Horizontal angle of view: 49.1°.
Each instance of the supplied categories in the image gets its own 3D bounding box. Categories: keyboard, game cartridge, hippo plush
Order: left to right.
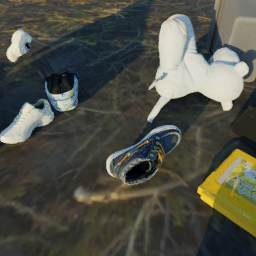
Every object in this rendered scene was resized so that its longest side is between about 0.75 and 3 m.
[{"bbox_3d":[2.008,-1.724,7.613,2.339,2.317,2.909,10,42,12],"label":"hippo plush"},{"bbox_3d":[2.455,1.249,5.797,1.438,0.265,1.631,33,50,32],"label":"game cartridge"},{"bbox_3d":[3.889,0.404,6.765,1.370,0.522,2.632,-44,55,-10],"label":"keyboard"}]

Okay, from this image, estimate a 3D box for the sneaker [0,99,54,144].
[{"bbox_3d":[-2.611,-0.252,7.093,0.614,0.784,1.577,23,46,24],"label":"sneaker"}]

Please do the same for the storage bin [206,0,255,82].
[{"bbox_3d":[3.724,-2.884,8.785,2.081,2.859,1.920,5,53,6],"label":"storage bin"}]

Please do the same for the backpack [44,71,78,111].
[{"bbox_3d":[-1.862,-1.049,8.019,1.012,0.954,1.240,-10,22,-13],"label":"backpack"}]

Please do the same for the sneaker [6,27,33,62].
[{"bbox_3d":[-3.628,-2.659,9.383,0.613,1.409,0.525,33,49,-13],"label":"sneaker"}]

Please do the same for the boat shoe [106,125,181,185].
[{"bbox_3d":[0.544,0.593,6.039,1.962,0.694,0.891,-28,22,-19],"label":"boat shoe"}]
